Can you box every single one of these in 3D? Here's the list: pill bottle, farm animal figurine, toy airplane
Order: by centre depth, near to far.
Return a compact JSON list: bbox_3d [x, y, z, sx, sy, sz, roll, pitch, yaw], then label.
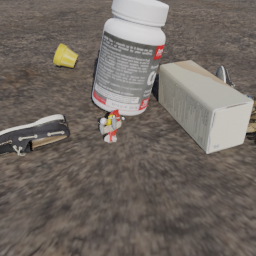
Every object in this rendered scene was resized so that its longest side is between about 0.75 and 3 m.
[{"bbox_3d":[3.335,-0.183,6.668,0.785,1.505,1.489,2,-10,-32],"label":"farm animal figurine"},{"bbox_3d":[-0.440,-0.030,6.685,0.543,0.769,0.765,28,22,-25],"label":"toy airplane"},{"bbox_3d":[0.051,-1.919,7.450,1.617,2.840,1.617,11,29,-6],"label":"pill bottle"}]

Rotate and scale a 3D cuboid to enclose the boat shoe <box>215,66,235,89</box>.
[{"bbox_3d":[2.802,-1.026,7.894,0.455,0.557,1.508,-1,73,-9],"label":"boat shoe"}]

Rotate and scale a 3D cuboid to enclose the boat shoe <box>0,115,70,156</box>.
[{"bbox_3d":[-2.301,0.300,6.397,1.947,0.719,0.587,-21,72,-21],"label":"boat shoe"}]

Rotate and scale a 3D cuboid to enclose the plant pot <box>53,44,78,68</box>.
[{"bbox_3d":[-2.286,-2.620,10.430,0.745,0.791,0.791,22,33,-10],"label":"plant pot"}]

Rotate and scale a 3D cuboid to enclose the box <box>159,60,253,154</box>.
[{"bbox_3d":[1.823,-0.679,7.282,1.046,1.277,2.691,-13,37,-15],"label":"box"}]
